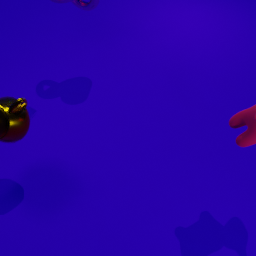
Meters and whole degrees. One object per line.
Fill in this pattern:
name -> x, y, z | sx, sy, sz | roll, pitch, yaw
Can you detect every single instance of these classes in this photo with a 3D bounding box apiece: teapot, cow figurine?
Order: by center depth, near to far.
cow figurine -> 2.858, -0.187, 4.980 | 1.603, 1.577, 0.880 | 4, 62, -34
teapot -> -2.755, -0.124, 6.100 | 1.688, 0.826, 1.049 | -38, 85, 20

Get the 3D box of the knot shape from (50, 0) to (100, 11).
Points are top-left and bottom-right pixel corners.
knot shape -> -1.503, -4.224, 7.882 | 1.633, 1.528, 0.755 | 13, 21, -6
